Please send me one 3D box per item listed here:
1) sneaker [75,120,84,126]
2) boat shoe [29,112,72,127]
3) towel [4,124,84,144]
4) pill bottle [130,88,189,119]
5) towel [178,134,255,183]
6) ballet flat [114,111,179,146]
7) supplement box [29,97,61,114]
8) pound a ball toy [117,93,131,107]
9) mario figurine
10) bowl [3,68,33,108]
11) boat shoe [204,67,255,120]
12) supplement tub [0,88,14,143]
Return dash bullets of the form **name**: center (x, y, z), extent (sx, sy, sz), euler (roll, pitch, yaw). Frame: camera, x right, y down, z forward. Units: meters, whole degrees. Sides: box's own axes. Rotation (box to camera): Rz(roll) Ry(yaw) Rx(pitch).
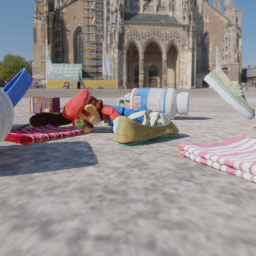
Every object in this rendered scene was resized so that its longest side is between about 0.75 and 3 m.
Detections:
- **sneaker**: center (-1.818, -0.272, 10.966), extent (0.446, 0.322, 0.850), euler (6, 11, 41)
- **boat shoe**: center (-2.747, -0.243, 10.003), extent (1.755, 0.649, 0.583), euler (-6, -4, -44)
- **towel**: center (-2.603, 0.140, 8.239), extent (1.580, 0.246, 2.185), euler (6, 10, 35)
- **pill bottle**: center (1.519, -1.148, 13.194), extent (2.612, 1.466, 1.466), euler (4, 8, 16)
- **towel**: center (2.321, 0.503, 5.095), extent (1.797, 0.367, 2.456), euler (-4, 9, -25)
- **ballet flat**: center (0.651, -0.076, 7.707), extent (0.878, 0.806, 2.558), euler (6, 10, 39)
- **supplement box**: center (-4.849, -1.314, 16.274), extent (1.723, 0.951, 0.738), euler (3, 8, 23)
- **pound a ball toy**: center (0.487, -1.346, 15.634), extent (1.844, 1.201, 2.827), euler (1, 8, 7)
- **mario figurine**: center (-0.690, -0.212, 9.081), extent (2.868, 1.520, 1.770), euler (9, -30, -9)
- **bowl**: center (-3.703, -0.879, 8.568), extent (0.423, 2.157, 2.157), euler (42, -13, -26)
- **boat shoe**: center (3.207, -1.088, 8.613), extent (1.974, 0.612, 0.711), euler (49, 20, 19)
- **supplement tub**: center (-3.159, -0.167, 5.224), extent (1.664, 1.664, 2.522), euler (-2, 7, -12)
